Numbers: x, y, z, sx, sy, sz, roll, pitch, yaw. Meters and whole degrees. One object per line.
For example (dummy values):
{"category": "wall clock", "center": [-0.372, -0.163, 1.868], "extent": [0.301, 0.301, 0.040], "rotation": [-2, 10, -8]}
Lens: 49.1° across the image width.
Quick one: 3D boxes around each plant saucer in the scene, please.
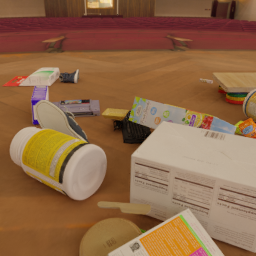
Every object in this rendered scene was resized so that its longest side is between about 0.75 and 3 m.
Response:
{"category": "plant saucer", "center": [-0.473, -0.509, 10.793], "extent": [0.893, 0.216, 0.893], "rotation": [5, 20, 10]}

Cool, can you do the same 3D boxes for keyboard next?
{"category": "keyboard", "center": [0.099, -0.249, 11.155], "extent": [1.498, 0.570, 2.877], "rotation": [-2, 24, -5]}

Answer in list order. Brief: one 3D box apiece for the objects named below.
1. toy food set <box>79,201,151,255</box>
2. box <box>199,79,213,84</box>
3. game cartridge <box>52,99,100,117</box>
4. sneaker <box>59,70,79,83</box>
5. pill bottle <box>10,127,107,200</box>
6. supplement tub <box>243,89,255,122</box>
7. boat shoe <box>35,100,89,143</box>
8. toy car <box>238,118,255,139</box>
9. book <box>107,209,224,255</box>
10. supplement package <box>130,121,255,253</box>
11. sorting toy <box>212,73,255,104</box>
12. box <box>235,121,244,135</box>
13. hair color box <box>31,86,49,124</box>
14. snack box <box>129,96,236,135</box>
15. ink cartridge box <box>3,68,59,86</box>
{"category": "toy food set", "center": [-0.268, 2.429, 5.637], "extent": [1.413, 0.411, 2.047], "rotation": [2, 36, 14]}
{"category": "box", "center": [4.824, -2.906, 17.337], "extent": [0.816, 0.169, 0.158], "rotation": [18, 31, 32]}
{"category": "game cartridge", "center": [-2.415, -0.914, 12.813], "extent": [2.223, 0.427, 1.441], "rotation": [-3, 29, -7]}
{"category": "sneaker", "center": [-3.688, -3.308, 17.641], "extent": [1.197, 0.630, 1.657], "rotation": [2, 26, -2]}
{"category": "pill bottle", "center": [-1.974, 0.844, 7.686], "extent": [2.552, 1.458, 1.458], "rotation": [17, 30, 32]}
{"category": "supplement tub", "center": [5.692, -0.698, 11.102], "extent": [1.384, 1.384, 1.913], "rotation": [-7, 26, -15]}
{"category": "boat shoe", "center": [-2.027, -0.078, 8.912], "extent": [0.860, 2.298, 0.710], "rotation": [-36, 30, 14]}
{"category": "toy car", "center": [3.822, 0.369, 10.051], "extent": [1.971, 0.967, 0.656], "rotation": [-19, 25, 26]}
{"category": "book", "center": [0.761, 2.447, 5.058], "extent": [1.957, 0.470, 1.307], "rotation": [-15, 49, -33]}
{"category": "supplement package", "center": [1.791, 1.165, 6.767], "extent": [2.864, 1.588, 2.230], "rotation": [13, 26, 22]}
{"category": "sorting toy", "center": [6.071, -2.059, 14.512], "extent": [2.830, 0.991, 2.847], "rotation": [0, 25, 2]}
{"category": "box", "center": [4.741, 0.084, 10.734], "extent": [1.184, 0.282, 0.722], "rotation": [20, 31, 36]}
{"category": "hair color box", "center": [-3.792, -1.043, 12.159], "extent": [0.648, 1.092, 1.998], "rotation": [-1, 24, -12]}
{"category": "snack box", "center": [1.846, -0.151, 9.424], "extent": [2.813, 0.952, 2.372], "rotation": [21, 5, 37]}
{"category": "ink cartridge box", "center": [-5.971, -3.215, 17.426], "extent": [2.897, 0.726, 2.331], "rotation": [2, 24, 0]}
